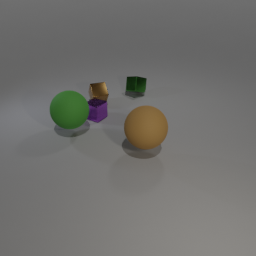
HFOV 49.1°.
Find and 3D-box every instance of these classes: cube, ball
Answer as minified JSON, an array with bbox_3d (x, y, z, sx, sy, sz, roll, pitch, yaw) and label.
[{"bbox_3d":[0.393,-2.086,13.482,0.700,0.700,0.700,1,5,-43],"label":"cube"},{"bbox_3d":[0.571,-0.016,8.914,1.400,1.400,1.400,0,30,0],"label":"ball"},{"bbox_3d":[-2.111,-0.654,10.128,1.400,1.400,1.400,0,30,0],"label":"ball"},{"bbox_3d":[-1.322,-0.740,11.525,0.700,0.700,0.700,16,32,27],"label":"cube"},{"bbox_3d":[-1.332,-1.557,12.577,0.700,0.700,0.700,-10,70,-18],"label":"cube"}]
